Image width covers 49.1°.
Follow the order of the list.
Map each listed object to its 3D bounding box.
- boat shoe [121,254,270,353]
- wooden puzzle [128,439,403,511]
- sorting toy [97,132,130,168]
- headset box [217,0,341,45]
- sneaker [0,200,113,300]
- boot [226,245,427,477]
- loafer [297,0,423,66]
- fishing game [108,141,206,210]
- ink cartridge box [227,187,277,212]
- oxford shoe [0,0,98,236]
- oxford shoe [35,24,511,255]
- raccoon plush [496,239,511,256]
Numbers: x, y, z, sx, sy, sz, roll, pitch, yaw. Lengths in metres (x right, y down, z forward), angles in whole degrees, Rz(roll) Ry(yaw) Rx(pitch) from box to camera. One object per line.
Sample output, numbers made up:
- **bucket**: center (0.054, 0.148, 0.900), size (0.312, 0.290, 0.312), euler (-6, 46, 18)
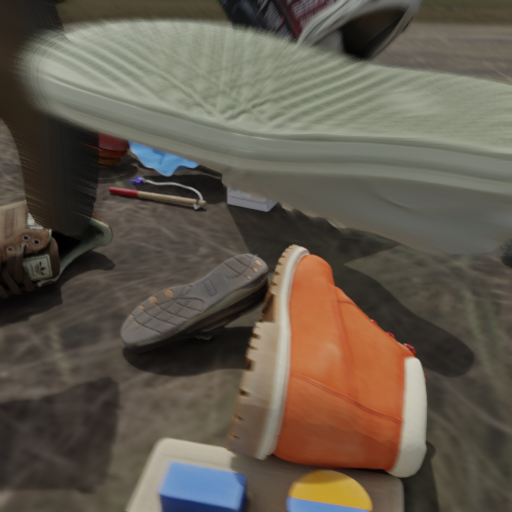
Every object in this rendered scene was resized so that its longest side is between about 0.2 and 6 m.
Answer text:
- **boat shoe**: center (-0.602, 0.653, 6.163), size (1.761, 0.646, 0.656), euler (-25, 39, -3)
- **wooden puzzle**: center (-0.031, 2.011, 3.650), size (1.976, 0.494, 2.134), euler (5, 27, 10)
- **sorting toy**: center (-2.682, -2.396, 11.957), size (2.434, 0.999, 1.463), euler (-6, 41, -38)
- **headset box**: center (0.578, -4.014, 9.466), size (1.232, 3.285, 2.442), euler (-33, 9, -9)
- **sneaker**: center (-3.121, -0.011, 6.899), size (1.194, 1.113, 3.160), euler (13, 30, 23)
- **boot**: center (0.742, 0.880, 5.336), size (1.600, 1.119, 2.983), euler (12, 26, 2)
- **loafer**: center (1.122, -2.680, 6.979), size (0.831, 2.378, 0.830), euler (23, 64, -19)
- **fishing game**: center (-1.168, -2.671, 10.528), size (2.804, 0.609, 3.915), euler (12, 65, 21)
- **ink cartridge box**: center (0.059, -1.377, 9.895), size (0.795, 0.781, 1.080), euler (12, 30, 19)
- **oxford shoe**: center (-2.335, -1.749, 5.216), size (1.430, 3.388, 1.231), euler (-15, -4, -7)
- **oxford shoe**: center (0.309, -0.594, 3.109), size (3.000, 0.866, 1.128), euler (10, 47, -6)
- **raccoon plush**: center (4.522, -0.074, 6.634), size (2.385, 1.722, 3.559), euler (-7, 27, 3)
